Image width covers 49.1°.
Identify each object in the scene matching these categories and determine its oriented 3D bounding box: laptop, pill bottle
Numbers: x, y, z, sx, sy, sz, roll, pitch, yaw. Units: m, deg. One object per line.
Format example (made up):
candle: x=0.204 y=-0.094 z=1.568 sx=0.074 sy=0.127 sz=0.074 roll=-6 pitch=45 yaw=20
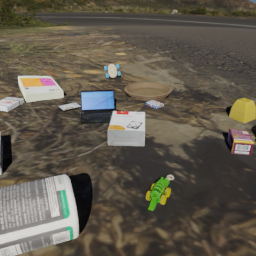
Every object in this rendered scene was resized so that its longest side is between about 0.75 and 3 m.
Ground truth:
laptop: x=-1.302 y=-0.959 z=12.234 sx=1.550 sy=0.903 sz=1.749 roll=-3 pitch=26 yaw=-6
pill bottle: x=-2.351 y=1.875 z=5.772 sx=2.481 sy=1.403 sz=1.403 roll=-9 pitch=27 yaw=-19

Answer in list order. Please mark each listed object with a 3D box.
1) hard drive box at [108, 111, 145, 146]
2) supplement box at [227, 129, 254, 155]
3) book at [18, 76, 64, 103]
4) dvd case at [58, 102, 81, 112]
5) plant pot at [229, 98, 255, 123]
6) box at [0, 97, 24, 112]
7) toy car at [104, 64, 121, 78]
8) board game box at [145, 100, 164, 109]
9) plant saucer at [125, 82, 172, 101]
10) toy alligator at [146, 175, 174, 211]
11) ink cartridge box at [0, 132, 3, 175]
hard drive box: x=-0.019 y=-0.006 z=10.541 sx=1.323 sy=0.652 sz=1.697 roll=2 pitch=26 yaw=2
supplement box: x=3.870 y=0.470 z=9.705 sx=0.653 sy=0.515 sz=0.998 roll=5 pitch=26 yaw=9
book: x=-4.760 y=-2.195 z=15.138 sx=1.892 sy=0.681 sz=2.832 roll=-10 pitch=28 yaw=-24
dvd case: x=-2.747 y=-0.991 z=13.236 sx=0.939 sy=0.082 sz=0.670 roll=-17 pitch=30 yaw=-32
plant pot: x=4.949 y=-0.804 z=11.981 sx=0.822 sy=0.841 sz=0.817 roll=-16 pitch=30 yaw=-31
box: x=-5.742 y=-1.150 z=13.378 sx=0.956 sy=0.252 sz=1.226 roll=9 pitch=28 yaw=17
toy car: x=-1.018 y=-3.594 z=18.078 sx=0.937 sy=0.899 sz=1.016 roll=-12 pitch=-1 yaw=-6
board game box: x=1.285 y=-1.145 z=13.502 sx=0.510 sy=0.130 sz=0.753 roll=-23 pitch=34 yaw=-39
plant saucer: x=1.064 y=-1.928 z=14.831 sx=2.494 sy=0.367 sz=2.494 roll=-1 pitch=25 yaw=0
toy alligator: x=0.909 y=1.558 z=7.528 sx=0.495 sy=0.453 sz=1.669 roll=12 pitch=28 yaw=24
ink cartridge box: x=-5.027 y=0.910 z=8.860 sx=1.925 sy=0.483 sz=2.218 roll=-9 pitch=27 yaw=-20
